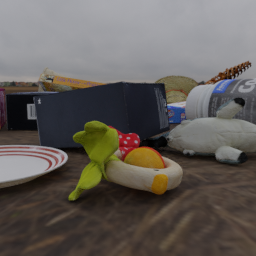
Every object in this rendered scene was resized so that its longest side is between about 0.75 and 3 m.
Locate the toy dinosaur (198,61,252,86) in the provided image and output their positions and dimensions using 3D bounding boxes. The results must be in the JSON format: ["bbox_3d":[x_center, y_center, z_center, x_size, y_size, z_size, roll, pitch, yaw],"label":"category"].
[{"bbox_3d":[2.923,-0.990,9.237,1.438,1.910,2.815,-17,-30,-14],"label":"toy dinosaur"}]

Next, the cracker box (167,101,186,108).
[{"bbox_3d":[2.680,-0.829,12.585,1.411,0.608,2.107,-10,11,-16],"label":"cracker box"}]

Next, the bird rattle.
[{"bbox_3d":[0.017,0.538,3.820,1.436,0.993,1.762,15,0,21],"label":"bird rattle"}]

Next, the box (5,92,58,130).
[{"bbox_3d":[-2.830,-0.639,9.682,1.977,1.218,1.961,0,7,1],"label":"box"}]

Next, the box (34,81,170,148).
[{"bbox_3d":[-0.517,-0.304,6.400,2.298,1.196,2.092,-5,4,30],"label":"box"}]

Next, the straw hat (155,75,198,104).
[{"bbox_3d":[2.468,-1.356,14.508,2.768,2.768,1.172,0,49,1],"label":"straw hat"}]

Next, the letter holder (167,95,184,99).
[{"bbox_3d":[3.311,-1.730,16.773,2.790,1.403,1.983,2,7,12],"label":"letter holder"}]

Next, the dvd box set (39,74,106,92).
[{"bbox_3d":[-1.942,-1.264,11.209,2.756,0.405,2.016,10,-25,6],"label":"dvd box set"}]

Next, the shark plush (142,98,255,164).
[{"bbox_3d":[1.461,0.370,5.647,2.566,1.166,1.069,-18,-23,28],"label":"shark plush"}]

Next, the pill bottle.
[{"bbox_3d":[2.875,-0.425,6.853,1.569,1.569,2.759,-6,9,-38],"label":"pill bottle"}]

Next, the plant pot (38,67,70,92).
[{"bbox_3d":[-3.944,-2.132,16.899,2.398,2.620,2.620,11,7,-8],"label":"plant pot"}]

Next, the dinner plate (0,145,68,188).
[{"bbox_3d":[-2.039,0.595,4.326,2.179,0.264,2.179,-1,8,0],"label":"dinner plate"}]

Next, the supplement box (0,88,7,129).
[{"bbox_3d":[-5.085,-0.678,9.319,1.722,1.358,2.631,-3,8,-17],"label":"supplement box"}]

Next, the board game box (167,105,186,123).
[{"bbox_3d":[0.790,-0.629,11.625,2.109,0.624,2.773,-3,9,-20],"label":"board game box"}]
